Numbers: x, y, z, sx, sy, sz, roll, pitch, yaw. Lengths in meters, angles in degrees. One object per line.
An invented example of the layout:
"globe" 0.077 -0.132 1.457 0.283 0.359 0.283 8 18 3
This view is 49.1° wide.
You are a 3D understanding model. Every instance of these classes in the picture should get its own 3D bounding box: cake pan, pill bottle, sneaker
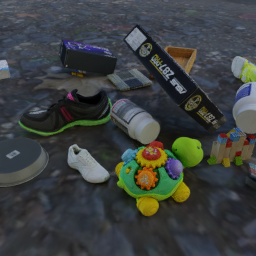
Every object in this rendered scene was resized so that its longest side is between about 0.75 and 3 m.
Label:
"cake pan" -2.735 0.736 6.680 1.594 0.292 1.594 0 33 0
"pill bottle" 0.182 -0.181 7.626 0.794 0.794 1.394 -20 39 -28
"sneaker" -0.949 0.813 6.374 1.277 0.512 0.449 26 39 32
"pill bottle" 3.558 -0.574 8.037 1.000 1.000 1.671 13 35 19
"sneaker" 4.816 -2.102 10.771 1.045 0.754 1.990 4 39 -16
"sneaker" -1.738 -0.546 7.898 2.619 1.097 1.005 -14 36 -21

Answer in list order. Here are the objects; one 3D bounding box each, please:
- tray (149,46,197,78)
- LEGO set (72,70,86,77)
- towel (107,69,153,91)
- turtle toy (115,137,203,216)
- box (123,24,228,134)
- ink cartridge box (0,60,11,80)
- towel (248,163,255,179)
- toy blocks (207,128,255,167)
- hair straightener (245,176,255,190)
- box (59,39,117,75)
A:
"tray" 1.973 -2.753 11.840 1.395 0.524 2.828 11 34 17
"LEGO set" -2.061 -2.308 11.246 0.408 0.379 0.994 1 30 -29
"towel" 0.038 -1.821 10.725 1.345 0.241 1.397 -17 39 -19
"turtle toy" 0.680 0.809 5.870 1.988 1.005 1.449 -17 37 -21
"box" 1.285 -1.322 7.635 2.307 0.703 2.863 25 26 -51
"ink cartridge box" -5.172 -2.343 11.295 0.681 0.398 1.175 -14 36 -21
"towel" 3.074 1.065 6.075 0.869 0.094 0.637 22 23 10
"toy blocks" 2.530 0.389 6.707 1.224 0.837 0.612 -6 34 -10
"hair straightener" 2.855 1.423 5.737 0.469 0.250 1.220 -15 41 -21
"box" -1.628 -2.838 11.252 2.016 0.795 1.423 4 32 -25
